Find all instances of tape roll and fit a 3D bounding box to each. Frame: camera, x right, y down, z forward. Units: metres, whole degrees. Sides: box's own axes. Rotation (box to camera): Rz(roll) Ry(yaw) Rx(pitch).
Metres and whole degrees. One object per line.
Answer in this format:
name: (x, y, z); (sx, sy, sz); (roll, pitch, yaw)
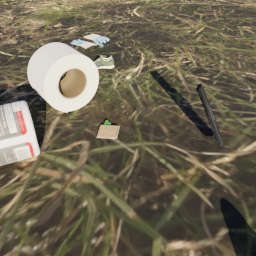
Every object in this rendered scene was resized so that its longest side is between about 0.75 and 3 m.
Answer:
tape roll: (-2.216, -1.759, 9.639); (2.042, 2.042, 1.402); (-24, 43, -29)

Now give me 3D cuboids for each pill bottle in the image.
pill bottle: (-3.820, 0.319, 7.184); (2.738, 1.559, 1.559); (-15, 39, -19)

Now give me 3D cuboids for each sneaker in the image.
sneaker: (-1.257, -2.967, 12.510); (1.285, 0.577, 0.431); (-4, 36, -5)

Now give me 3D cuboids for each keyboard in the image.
keyboard: (2.319, -0.412, 8.002); (0.222, 1.733, 1.041); (-19, 11, 19)

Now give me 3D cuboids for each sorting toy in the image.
sorting toy: (-0.592, 0.047, 8.776); (0.644, 0.128, 0.871); (0, 39, 9)

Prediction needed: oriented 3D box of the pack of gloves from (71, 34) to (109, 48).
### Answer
pack of gloves: (-2.005, -4.519, 14.965); (1.617, 0.380, 1.925); (-29, 38, -25)
